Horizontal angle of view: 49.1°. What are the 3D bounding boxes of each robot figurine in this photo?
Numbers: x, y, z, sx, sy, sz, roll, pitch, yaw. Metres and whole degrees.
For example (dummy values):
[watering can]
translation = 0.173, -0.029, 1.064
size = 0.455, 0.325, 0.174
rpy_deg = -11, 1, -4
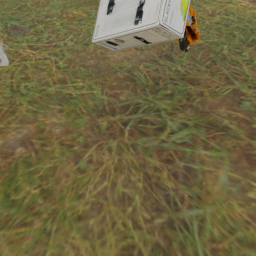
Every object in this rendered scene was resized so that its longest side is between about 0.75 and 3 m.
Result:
[robot figurine]
translation = 1.428, -3.185, 7.582
size = 0.696, 2.390, 1.733
rpy_deg = -11, 64, 21

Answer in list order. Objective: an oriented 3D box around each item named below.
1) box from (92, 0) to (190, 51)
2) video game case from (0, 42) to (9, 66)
[box]
translation = 0.175, -1.969, 4.753
size = 0.546, 1.060, 1.817
rpy_deg = 13, -4, -39
[video game case]
translation = -3.960, -1.995, 6.927
size = 1.580, 1.436, 0.184
rpy_deg = -3, 67, -10
